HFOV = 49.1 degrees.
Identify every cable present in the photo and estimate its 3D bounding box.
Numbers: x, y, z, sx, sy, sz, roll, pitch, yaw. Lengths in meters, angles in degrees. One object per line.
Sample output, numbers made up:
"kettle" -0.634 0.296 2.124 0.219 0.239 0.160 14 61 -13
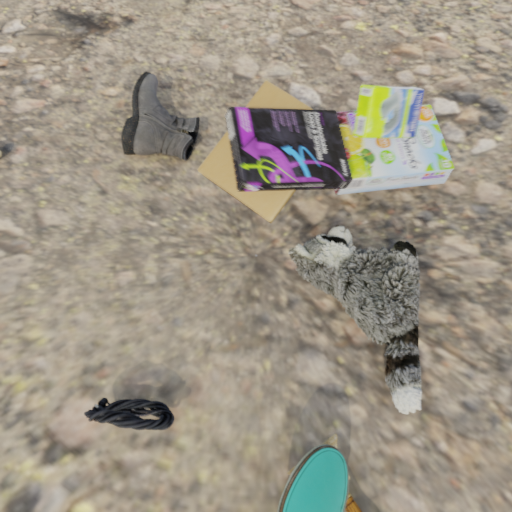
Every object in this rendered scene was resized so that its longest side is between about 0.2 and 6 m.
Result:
"cable" -1.889 2.378 8.472 1.316 1.074 0.334 7 83 12

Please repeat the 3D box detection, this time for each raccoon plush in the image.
"raccoon plush" 1.623 0.898 9.549 2.202 1.590 3.286 0 50 10

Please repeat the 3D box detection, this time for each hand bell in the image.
"hand bell" 1.336 3.516 7.898 0.918 0.918 1.763 -31 69 -23

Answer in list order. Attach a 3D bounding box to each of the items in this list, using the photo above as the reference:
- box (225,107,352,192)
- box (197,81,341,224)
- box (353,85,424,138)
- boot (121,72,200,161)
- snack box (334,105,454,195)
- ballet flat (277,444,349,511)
"box" 0.550 -1.775 9.274 1.950 0.352 1.394 -4 72 -20
"box" 0.231 -1.943 10.350 1.770 0.230 2.165 36 88 17
"box" 2.490 -2.628 10.266 1.503 0.917 0.358 -9 26 -32
"boot" -2.147 -3.303 13.464 1.702 0.902 2.585 5 61 0
"snack box" 2.645 -2.223 11.573 2.371 0.628 1.686 -6 66 -8
"ballet flat" 0.549 3.804 7.351 0.885 0.837 2.626 21 62 -4
